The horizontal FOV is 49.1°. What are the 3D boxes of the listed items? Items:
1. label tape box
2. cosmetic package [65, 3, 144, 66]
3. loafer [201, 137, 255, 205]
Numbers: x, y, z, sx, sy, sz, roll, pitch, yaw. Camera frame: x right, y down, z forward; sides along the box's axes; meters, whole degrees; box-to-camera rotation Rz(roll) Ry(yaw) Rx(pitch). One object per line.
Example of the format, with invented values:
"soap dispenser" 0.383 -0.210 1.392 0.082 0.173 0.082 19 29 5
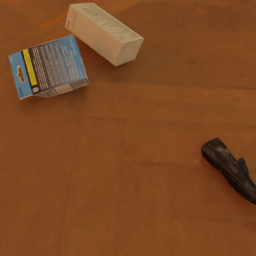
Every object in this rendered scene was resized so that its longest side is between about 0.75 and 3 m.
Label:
"label tape box" -2.277 -1.689 8.152 1.969 0.651 1.410 -18 80 1
"cosmetic package" -0.766 -3.010 8.857 2.252 0.823 1.166 41 41 16
"loafer" 2.662 1.008 6.910 0.691 0.668 1.968 -36 62 -7
